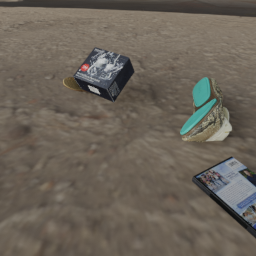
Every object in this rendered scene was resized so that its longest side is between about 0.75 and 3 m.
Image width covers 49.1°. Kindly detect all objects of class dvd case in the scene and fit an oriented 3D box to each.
[{"bbox_3d":[1.911,1.095,4.463,1.072,0.132,1.503,-18,44,-32],"label":"dvd case"}]

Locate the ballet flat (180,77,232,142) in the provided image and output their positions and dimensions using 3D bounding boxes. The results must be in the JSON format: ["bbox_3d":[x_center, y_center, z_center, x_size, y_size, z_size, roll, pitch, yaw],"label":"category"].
[{"bbox_3d":[2.008,-0.329,6.717,1.081,0.974,2.872,43,34,-8],"label":"ballet flat"}]

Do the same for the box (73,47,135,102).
[{"bbox_3d":[-0.635,-1.447,7.494,1.192,0.620,1.085,24,71,26],"label":"box"}]

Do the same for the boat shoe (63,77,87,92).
[{"bbox_3d":[-1.535,-1.313,8.785,1.119,0.403,0.378,4,-13,-36],"label":"boat shoe"}]
